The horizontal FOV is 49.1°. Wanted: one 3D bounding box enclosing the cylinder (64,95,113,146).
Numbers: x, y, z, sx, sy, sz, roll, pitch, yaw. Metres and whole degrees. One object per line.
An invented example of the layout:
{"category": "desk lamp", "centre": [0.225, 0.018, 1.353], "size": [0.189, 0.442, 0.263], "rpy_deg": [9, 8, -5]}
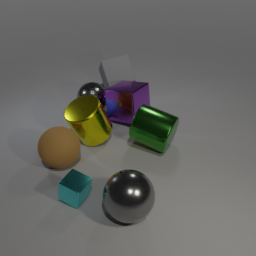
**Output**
{"category": "cylinder", "centre": [-1.456, -0.274, 10.487], "size": [1.400, 1.400, 1.400], "rpy_deg": [-12, 47, 13]}

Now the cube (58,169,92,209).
{"category": "cube", "centre": [-1.539, 1.754, 8.125], "size": [0.700, 0.700, 0.700], "rpy_deg": [23, 37, 15]}

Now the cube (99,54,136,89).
{"category": "cube", "centre": [-0.572, -2.711, 14.210], "size": [1.400, 1.400, 1.400], "rpy_deg": [-17, -1, -11]}

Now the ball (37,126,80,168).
{"category": "ball", "centre": [-2.307, 0.641, 9.408], "size": [1.400, 1.400, 1.400], "rpy_deg": [0, 31, 0]}

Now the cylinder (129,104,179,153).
{"category": "cylinder", "centre": [0.957, 0.008, 10.198], "size": [1.400, 1.400, 1.400], "rpy_deg": [24, 37, 17]}

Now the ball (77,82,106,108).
{"category": "ball", "centre": [-1.608, -1.378, 12.697], "size": [1.400, 1.400, 1.400], "rpy_deg": [0, 31, 0]}

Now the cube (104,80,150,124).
{"category": "cube", "centre": [0.012, -1.138, 12.029], "size": [1.400, 1.400, 1.400], "rpy_deg": [10, 30, 31]}

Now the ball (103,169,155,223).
{"category": "ball", "centre": [0.025, 1.809, 7.483], "size": [1.400, 1.400, 1.400], "rpy_deg": [0, 31, 0]}
